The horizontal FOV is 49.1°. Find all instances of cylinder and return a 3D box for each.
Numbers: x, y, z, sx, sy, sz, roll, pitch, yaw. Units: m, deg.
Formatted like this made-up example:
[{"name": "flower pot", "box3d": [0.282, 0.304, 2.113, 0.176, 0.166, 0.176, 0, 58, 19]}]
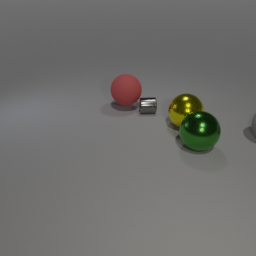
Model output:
[{"name": "cylinder", "box3d": [0.885, -1.005, 12.449, 0.700, 0.700, 0.700, -2, 29, -3]}]

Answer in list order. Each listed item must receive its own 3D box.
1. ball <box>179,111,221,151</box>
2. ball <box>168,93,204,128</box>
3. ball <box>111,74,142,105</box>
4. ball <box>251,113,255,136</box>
[{"name": "ball", "box3d": [2.496, 0.102, 9.744, 1.400, 1.400, 1.400, 0, 29, 0]}, {"name": "ball", "box3d": [2.302, -0.671, 11.114, 1.400, 1.400, 1.400, 0, 29, 0]}, {"name": "ball", "box3d": [-0.081, -1.710, 12.540, 1.400, 1.400, 1.400, 0, 29, 0]}, {"name": "ball", "box3d": [5.234, -0.128, 10.137, 1.400, 1.400, 1.400, 0, 29, 0]}]
